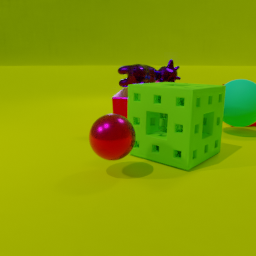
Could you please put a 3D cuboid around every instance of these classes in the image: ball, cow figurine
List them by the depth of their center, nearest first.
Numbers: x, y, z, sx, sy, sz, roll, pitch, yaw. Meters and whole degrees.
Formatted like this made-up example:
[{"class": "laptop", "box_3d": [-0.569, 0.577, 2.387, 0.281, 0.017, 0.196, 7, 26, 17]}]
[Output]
[{"class": "ball", "box_3d": [-0.249, 0.146, 4.467, 0.749, 0.749, 0.749, 0, 14, 0]}, {"class": "cow figurine", "box_3d": [0.530, -1.237, 6.589, 1.224, 0.683, 1.244, -4, 2, 31]}, {"class": "ball", "box_3d": [2.767, -0.614, 6.948, 1.177, 1.177, 1.177, 0, 14, 0]}]

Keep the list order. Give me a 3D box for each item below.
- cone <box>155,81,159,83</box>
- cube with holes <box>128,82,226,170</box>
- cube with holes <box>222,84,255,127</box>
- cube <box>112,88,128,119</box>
[{"class": "cone", "box_3d": [0.877, -0.614, 8.647, 1.509, 1.509, 1.514, 11, -9, 38]}, {"class": "cube with holes", "box_3d": [0.927, -0.157, 5.416, 1.338, 1.338, 1.338, 11, 16, 39]}, {"class": "cube with holes", "box_3d": [3.403, -0.690, 8.167, 1.057, 1.057, 1.057, 0, 16, 0]}, {"class": "cube", "box_3d": [0.241, -0.399, 6.962, 0.985, 0.985, 0.985, 4, 22, 16]}]
